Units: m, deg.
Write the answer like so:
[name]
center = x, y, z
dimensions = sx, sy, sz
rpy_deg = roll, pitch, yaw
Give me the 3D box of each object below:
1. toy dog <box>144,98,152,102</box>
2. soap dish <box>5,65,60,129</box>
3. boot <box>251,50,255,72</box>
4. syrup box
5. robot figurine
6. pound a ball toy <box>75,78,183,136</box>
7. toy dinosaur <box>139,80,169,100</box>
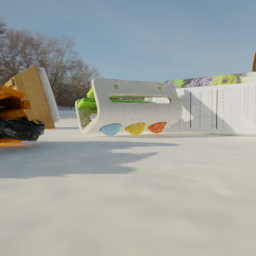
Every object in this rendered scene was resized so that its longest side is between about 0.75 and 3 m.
[toy dog]
center = 1.029, -0.458, 7.178
dimensions = 0.883, 1.209, 1.833
rpy_deg = 41, 37, 17
[soap dish]
center = -2.413, -0.662, 6.910
dimensions = 0.758, 1.469, 1.867
rpy_deg = -21, 12, -28
[boot]
center = 2.728, -0.924, 5.671
dimensions = 0.698, 1.820, 1.413
rpy_deg = -13, 13, 12
[syrup box]
center = 1.527, -0.356, 4.555
dimensions = 2.240, 0.912, 0.882
rpy_deg = 1, 2, 44
[robot figurine]
center = -1.583, -0.097, 2.162
dimensions = 1.425, 0.572, 1.966
rpy_deg = 3, 3, 20
[pound a ball toy]
center = 0.048, -0.158, 4.469
dimensions = 1.729, 0.734, 1.127
rpy_deg = -2, -23, -34
[toy dinosaur]
center = 1.082, -0.672, 9.518
dimensions = 1.478, 1.112, 2.890
rpy_deg = -32, -17, 6
